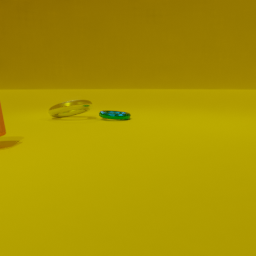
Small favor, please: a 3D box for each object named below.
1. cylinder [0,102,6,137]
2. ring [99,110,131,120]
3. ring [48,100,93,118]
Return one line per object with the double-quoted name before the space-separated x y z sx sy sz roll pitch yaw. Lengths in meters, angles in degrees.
"cylinder" -2.841 -0.166 5.506 0.721 0.721 0.721 -13 -5 -1
"ring" -0.478 -0.476 10.299 1.195 0.239 1.195 5 8 -1
"ring" -2.137 -0.715 10.489 1.657 0.331 1.657 -12 -4 -1
